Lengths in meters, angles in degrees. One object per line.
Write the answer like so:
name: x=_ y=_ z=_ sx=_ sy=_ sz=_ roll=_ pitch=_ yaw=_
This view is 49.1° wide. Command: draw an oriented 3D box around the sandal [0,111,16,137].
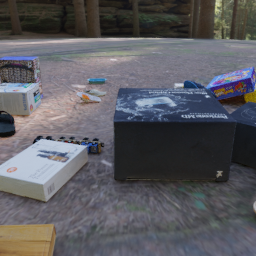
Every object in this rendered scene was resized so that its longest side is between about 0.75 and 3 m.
sandal: x=-4.435 y=-0.282 z=10.006 sx=0.790 sy=0.503 sz=2.103 roll=-13 pitch=26 yaw=-29

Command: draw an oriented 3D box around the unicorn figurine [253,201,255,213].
unicorn figurine: x=2.988 y=1.793 z=4.778 sx=1.493 sy=0.803 sz=2.174 roll=-11 pitch=9 yaw=-10

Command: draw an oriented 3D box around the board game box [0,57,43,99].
board game box: x=-4.865 y=-2.205 z=12.783 sx=1.557 sy=1.953 sz=0.946 roll=0 pitch=22 yaw=0

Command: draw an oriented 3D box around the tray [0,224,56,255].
tray: x=-2.124 y=1.994 z=4.410 sx=1.796 sy=0.333 sz=0.886 roll=-1 pitch=37 yaw=-2

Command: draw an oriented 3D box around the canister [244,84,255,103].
canister: x=6.118 y=-1.644 z=12.985 sx=1.138 sy=0.663 sz=1.532 roll=-1 pitch=20 yaw=34

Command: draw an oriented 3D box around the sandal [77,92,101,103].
sandal: x=-1.816 y=-1.306 z=12.831 sx=1.146 sy=0.328 sz=0.439 roll=16 pitch=35 yaw=-15

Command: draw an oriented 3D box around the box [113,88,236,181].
box: x=1.071 y=0.024 z=7.747 sx=2.807 sy=1.676 sz=2.855 roll=0 pitch=24 yaw=1

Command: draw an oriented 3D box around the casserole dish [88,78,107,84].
casserole dish: x=-1.810 y=-2.742 z=16.409 sx=1.117 sy=0.217 sz=0.677 roll=0 pitch=22 yaw=-2

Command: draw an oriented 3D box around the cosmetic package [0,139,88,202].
cosmetic package: x=-2.118 y=0.952 z=7.022 sx=1.486 sy=0.509 sz=1.971 roll=5 pitch=23 yaw=19

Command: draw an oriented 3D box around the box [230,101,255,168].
box: x=3.888 y=0.219 z=7.807 sx=1.988 sy=1.232 sz=1.954 roll=19 pitch=28 yaw=38

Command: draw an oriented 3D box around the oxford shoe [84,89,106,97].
oxford shoe: x=-1.639 y=-1.741 z=13.814 sx=1.161 sy=0.335 sz=0.436 roll=-3 pitch=19 yaw=-14

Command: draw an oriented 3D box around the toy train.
toy train: x=-1.785 y=0.491 z=8.309 sx=2.178 sy=0.372 sz=0.499 roll=2 pitch=26 yaw=7

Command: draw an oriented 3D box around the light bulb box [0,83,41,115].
light bulb box: x=-4.672 y=-1.232 z=11.686 sx=1.585 sy=0.989 sz=1.571 roll=0 pitch=22 yaw=1

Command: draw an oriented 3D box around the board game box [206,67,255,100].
board game box: x=5.016 y=-2.147 z=13.487 sx=1.989 sy=0.662 sz=2.959 roll=-11 pitch=14 yaw=30

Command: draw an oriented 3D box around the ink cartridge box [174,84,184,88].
ink cartridge box: x=2.774 y=-2.096 z=14.659 sx=1.013 sy=0.342 sz=0.590 roll=-1 pitch=22 yaw=-1

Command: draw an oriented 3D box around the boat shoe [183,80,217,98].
boat shoe: x=3.246 y=-1.637 z=12.722 sx=0.572 sy=0.702 sz=1.668 roll=-19 pitch=52 yaw=-38
